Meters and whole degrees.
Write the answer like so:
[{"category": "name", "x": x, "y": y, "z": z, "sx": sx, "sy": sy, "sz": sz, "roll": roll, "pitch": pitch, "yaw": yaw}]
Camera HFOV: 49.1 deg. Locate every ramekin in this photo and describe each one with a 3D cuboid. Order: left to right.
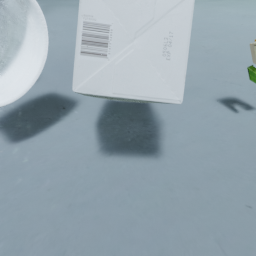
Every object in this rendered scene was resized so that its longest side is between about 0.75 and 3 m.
[{"category": "ramekin", "x": -3.032, "y": -1.774, "z": 5.631, "sx": 1.258, "sy": 2.580, "sz": 2.580, "roll": 26, "pitch": 40, "yaw": 29}]

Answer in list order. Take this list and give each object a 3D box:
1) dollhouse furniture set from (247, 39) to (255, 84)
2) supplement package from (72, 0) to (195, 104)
[{"category": "dollhouse furniture set", "x": 3.599, "y": -1.864, "z": 7.288, "sx": 0.840, "sy": 1.282, "sz": 0.643, "roll": -22, "pitch": 28, "yaw": 7}, {"category": "supplement package", "x": -0.053, "y": -1.332, "z": 5.234, "sx": 1.638, "sy": 1.658, "sz": 2.735, "roll": 5, "pitch": 4, "yaw": -6}]
